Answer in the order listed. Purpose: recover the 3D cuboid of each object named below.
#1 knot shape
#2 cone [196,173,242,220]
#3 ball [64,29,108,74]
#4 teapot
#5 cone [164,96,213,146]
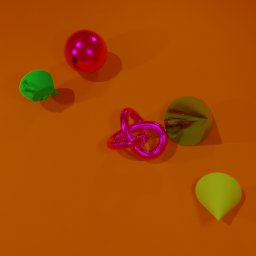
[{"bbox_3d":[0.121,0.203,7.019,1.423,0.702,1.520,-24,57,-29],"label":"knot shape"},{"bbox_3d":[1.939,1.654,6.017,1.015,1.015,1.019,19,25,10],"label":"cone"},{"bbox_3d":[-1.228,-2.213,8.178,1.265,1.265,1.265,0,62,0],"label":"ball"},{"bbox_3d":[-2.360,-1.076,7.548,0.925,1.488,0.729,-39,81,18],"label":"teapot"},{"bbox_3d":[1.680,-0.195,6.816,1.335,1.340,1.335,0,89,-5],"label":"cone"}]
